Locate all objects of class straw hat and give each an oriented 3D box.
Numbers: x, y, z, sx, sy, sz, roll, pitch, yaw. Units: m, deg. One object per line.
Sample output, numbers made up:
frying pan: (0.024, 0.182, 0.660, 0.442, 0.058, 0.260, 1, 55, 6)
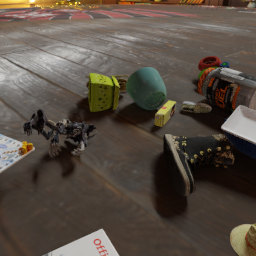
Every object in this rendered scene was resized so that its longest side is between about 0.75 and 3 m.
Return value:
straw hat: (2.989, 2.498, 6.320, 1.248, 0.528, 1.248, 0, 31, 0)

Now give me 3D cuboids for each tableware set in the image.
tableware set: (-0.957, -1.970, 13.482, 2.079, 1.374, 0.417, -3, 63, -5)

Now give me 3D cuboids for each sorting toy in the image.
sorting toy: (4.684, -2.876, 15.228, 1.620, 1.106, 2.695, -7, 40, 18)

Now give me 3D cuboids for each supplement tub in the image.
supplement tub: (4.556, -1.638, 12.233, 1.693, 1.693, 2.763, -21, 35, -31)

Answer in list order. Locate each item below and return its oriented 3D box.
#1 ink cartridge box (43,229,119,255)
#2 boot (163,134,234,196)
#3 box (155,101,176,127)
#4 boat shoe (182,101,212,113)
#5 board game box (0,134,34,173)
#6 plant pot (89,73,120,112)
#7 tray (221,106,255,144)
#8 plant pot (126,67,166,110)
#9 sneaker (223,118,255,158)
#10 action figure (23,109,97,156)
ink cartridge box: (-1.123, 3.116, 4.758, 2.443, 1.049, 1.789, -18, 35, -25)
boot: (2.223, 0.964, 8.556, 2.014, 0.979, 2.675, -2, 24, -3)
box: (1.568, -0.622, 11.635, 0.367, 0.552, 1.466, 16, 35, 25)
boat shoe: (2.965, -0.835, 12.208, 1.276, 0.459, 0.396, 10, 57, 23)
board game box: (-4.715, 0.837, 9.395, 2.191, 0.284, 2.192, 16, 34, 25)
plant pot: (-1.085, -1.594, 12.524, 1.268, 1.391, 1.398, 0, 29, -11)
tray: (4.479, 0.271, 8.611, 2.864, 0.318, 1.538, 27, 48, 29)
plant pot: (0.918, -1.600, 12.338, 1.670, 1.670, 1.340, -12, 50, -20)
sneaker: (4.626, 0.461, 9.406, 1.150, 1.035, 2.952, -17, 42, -28)
action figure: (-2.090, 0.303, 9.303, 1.555, 1.335, 2.616, -13, -22, 35)
